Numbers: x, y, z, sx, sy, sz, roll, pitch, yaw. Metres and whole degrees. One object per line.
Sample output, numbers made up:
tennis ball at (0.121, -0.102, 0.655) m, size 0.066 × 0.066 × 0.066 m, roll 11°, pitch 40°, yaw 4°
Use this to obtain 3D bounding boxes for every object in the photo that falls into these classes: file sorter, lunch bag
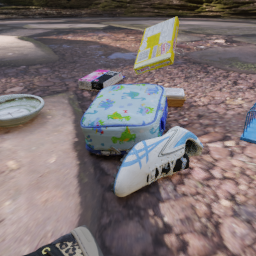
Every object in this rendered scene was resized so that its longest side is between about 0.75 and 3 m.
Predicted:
file sorter at (3.817, -0.221, 7.591) m, size 1.025 × 0.906 × 1.477 m, roll 16°, pitch 30°, yaw 30°
lunch bag at (0.031, -0.291, 7.205) m, size 1.975 × 1.013 × 2.457 m, roll -1°, pitch 31°, yaw 14°

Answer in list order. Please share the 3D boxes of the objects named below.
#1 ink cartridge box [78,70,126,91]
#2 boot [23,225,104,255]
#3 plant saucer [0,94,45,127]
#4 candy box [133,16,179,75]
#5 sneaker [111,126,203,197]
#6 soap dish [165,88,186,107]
ink cartridge box at (-1.058, -2.146, 12.153) m, size 1.139 × 0.446 × 2.405 m, roll 9°, pitch 25°, yaw 19°
boot at (-0.952, 2.090, 2.812) m, size 1.861 × 0.905 × 2.472 m, roll -9°, pitch 24°, yaw -21°
plant saucer at (-3.584, -0.473, 8.541) m, size 2.066 × 0.519 × 2.066 m, roll -1°, pitch 26°, yaw 0°
candy box at (0.897, -2.524, 8.439) m, size 1.145 × 0.296 × 2.240 m, roll -10°, pitch 44°, yaw 27°
sneaker at (0.680, 0.677, 5.807) m, size 0.909 × 0.902 × 2.509 m, roll 29°, pitch 40°, yaw 34°
soap dish at (1.439, -1.081, 9.867) m, size 1.125 × 0.457 × 0.885 m, roll 3°, pitch 26°, yaw 5°
